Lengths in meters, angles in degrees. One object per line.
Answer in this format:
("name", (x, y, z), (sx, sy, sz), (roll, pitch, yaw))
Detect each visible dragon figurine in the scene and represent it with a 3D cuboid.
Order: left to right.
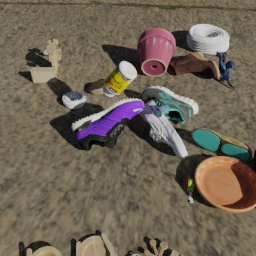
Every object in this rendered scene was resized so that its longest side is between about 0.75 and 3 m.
("dragon figurine", (4.611, -2.786, 13.193), (0.630, 1.065, 2.142), (-6, 45, -5))

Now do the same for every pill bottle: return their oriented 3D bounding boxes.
("pill bottle", (-0.343, -1.673, 9.873), (0.730, 1.335, 0.730), (22, 48, -27))

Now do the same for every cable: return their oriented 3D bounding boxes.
("cable", (-2.338, -1.213, 12.099), (0.952, 0.330, 0.953), (-25, 49, -22))
("cable", (4.471, -4.973, 15.632), (2.351, 0.814, 2.350), (11, 45, 11))

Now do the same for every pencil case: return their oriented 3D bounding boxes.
("pencil case", (1.193, -0.606, 9.942), (0.344, 0.373, 0.808), (3, 16, 29))

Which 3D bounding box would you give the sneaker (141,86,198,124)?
("sneaker", (1.549, -0.918, 11.406), (2.469, 0.958, 1.126), (21, 52, 23))

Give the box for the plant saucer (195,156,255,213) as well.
("plant saucer", (3.157, 1.795, 8.928), (2.084, 0.390, 2.084), (0, 44, 0))

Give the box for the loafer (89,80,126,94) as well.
("loafer", (-0.844, -1.801, 12.535), (1.811, 0.618, 0.685), (-12, 44, 10))

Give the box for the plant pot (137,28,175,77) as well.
("plant pot", (1.312, -3.514, 13.549), (1.898, 1.898, 1.699), (6, 60, 6))

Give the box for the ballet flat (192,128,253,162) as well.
("ballet flat", (3.371, 0.556, 10.075), (2.186, 0.773, 0.773), (24, 49, 24))

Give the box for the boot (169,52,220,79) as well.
("boot", (3.212, -2.838, 13.674), (1.802, 0.784, 2.167), (-22, 49, -5))

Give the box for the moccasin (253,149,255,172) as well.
("moccasin", (4.738, 1.472, 8.865), (1.011, 0.958, 2.618), (3, 43, -3))

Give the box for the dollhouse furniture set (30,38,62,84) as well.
("dollhouse furniture set", (-3.993, -3.439, 13.725), (1.105, 1.293, 2.495), (-1, 44, -4))

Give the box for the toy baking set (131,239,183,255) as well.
("toy baking set", (0.684, 3.602, 7.240), (1.577, 0.183, 1.210), (-26, 47, -25))

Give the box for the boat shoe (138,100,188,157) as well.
("boat shoe", (1.232, 0.129, 10.413), (0.879, 0.989, 2.689), (-34, 52, 5))

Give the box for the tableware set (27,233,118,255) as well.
("tableware set", (-1.436, 3.826, 6.886), (2.664, 0.309, 2.225), (-8, 45, -9))

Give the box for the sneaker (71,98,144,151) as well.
("sneaker", (-0.544, 0.003, 10.042), (2.766, 0.962, 1.376), (-25, 72, 4))

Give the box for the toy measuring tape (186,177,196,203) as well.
("toy measuring tape", (1.995, 1.916, 8.870), (0.328, 0.328, 0.892), (3, 44, 4))
